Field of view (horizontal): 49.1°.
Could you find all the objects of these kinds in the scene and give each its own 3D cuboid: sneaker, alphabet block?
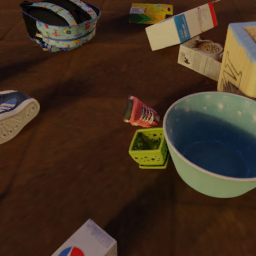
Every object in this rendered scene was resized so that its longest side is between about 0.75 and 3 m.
[{"bbox_3d":[-3.463,-0.362,7.552,1.359,0.748,1.856,21,49,28],"label":"sneaker"},{"bbox_3d":[0.398,-0.370,6.909,0.776,1.790,0.660,12,88,13],"label":"sneaker"},{"bbox_3d":[3.775,-1.375,7.414,2.131,2.181,2.142,-3,43,2],"label":"alphabet block"}]

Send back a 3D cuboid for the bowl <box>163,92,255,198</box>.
[{"bbox_3d":[2.000,0.489,6.149,2.580,1.349,2.580,0,43,0],"label":"bowl"}]

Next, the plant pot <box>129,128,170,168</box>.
[{"bbox_3d":[0.564,0.508,6.506,0.779,0.710,0.783,-5,41,26],"label":"plant pot"}]

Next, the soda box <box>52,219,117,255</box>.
[{"bbox_3d":[-1.096,2.522,4.444,0.671,0.717,2.106,30,51,28],"label":"soda box"}]

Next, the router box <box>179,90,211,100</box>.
[{"bbox_3d":[2.133,-0.633,8.101,1.074,0.280,0.844,-17,49,-17],"label":"router box"}]

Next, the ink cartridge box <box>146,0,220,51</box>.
[{"bbox_3d":[2.229,-3.941,10.706,2.736,0.920,1.589,-31,20,-29],"label":"ink cartridge box"}]

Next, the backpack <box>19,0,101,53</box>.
[{"bbox_3d":[-2.297,-3.825,10.431,2.389,1.760,2.616,-34,52,-31],"label":"backpack"}]

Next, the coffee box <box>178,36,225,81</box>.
[{"bbox_3d":[2.829,-2.398,9.653,1.900,0.758,1.074,34,53,31],"label":"coffee box"}]

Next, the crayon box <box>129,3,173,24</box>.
[{"bbox_3d":[1.075,-5.276,12.911,1.932,0.491,1.226,4,43,6],"label":"crayon box"}]
